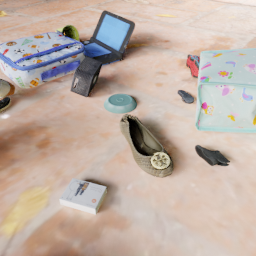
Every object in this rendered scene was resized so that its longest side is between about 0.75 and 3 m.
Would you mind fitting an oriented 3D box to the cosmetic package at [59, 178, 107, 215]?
[{"bbox_3d":[-0.922,1.408,5.839,0.804,0.208,0.606,11,41,14],"label":"cosmetic package"}]

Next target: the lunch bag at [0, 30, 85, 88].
[{"bbox_3d":[-3.084,-2.625,10.423,2.996,1.132,2.401,-31,49,-33],"label":"lunch bag"}]

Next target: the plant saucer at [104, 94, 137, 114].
[{"bbox_3d":[-0.241,-0.814,8.778,1.058,0.190,1.058,0,38,0],"label":"plant saucer"}]

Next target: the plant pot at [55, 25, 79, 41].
[{"bbox_3d":[-2.870,-4.205,12.755,0.958,0.958,0.881,-31,36,-35],"label":"plant pot"}]

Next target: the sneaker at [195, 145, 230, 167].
[{"bbox_3d":[2.042,0.656,6.808,0.433,0.249,0.829,-20,46,-24],"label":"sneaker"}]

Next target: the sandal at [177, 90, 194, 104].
[{"bbox_3d":[1.862,-0.969,9.011,0.368,0.207,0.968,2,27,-9],"label":"sandal"}]

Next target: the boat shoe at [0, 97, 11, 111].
[{"bbox_3d":[-3.951,-0.724,8.571,0.358,0.299,0.960,12,38,18],"label":"boat shoe"}]

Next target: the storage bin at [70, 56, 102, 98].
[{"bbox_3d":[-1.360,-1.706,9.279,0.600,0.865,1.280,22,38,-2],"label":"storage bin"}]

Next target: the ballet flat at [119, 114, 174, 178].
[{"bbox_3d":[0.383,0.318,6.985,0.790,0.543,2.344,-14,39,-17],"label":"ballet flat"}]

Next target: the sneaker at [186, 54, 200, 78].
[{"bbox_3d":[2.702,-2.369,10.477,0.748,0.621,1.567,-1,38,-4],"label":"sneaker"}]

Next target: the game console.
[{"bbox_3d":[-1.214,-3.786,11.654,2.098,1.455,2.458,-23,42,-28],"label":"game console"}]

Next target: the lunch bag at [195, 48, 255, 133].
[{"bbox_3d":[3.456,-1.067,7.801,2.968,1.810,2.528,3,36,14],"label":"lunch bag"}]

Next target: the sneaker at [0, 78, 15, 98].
[{"bbox_3d":[-4.671,-1.266,9.091,2.357,0.858,0.998,10,1,27],"label":"sneaker"}]
